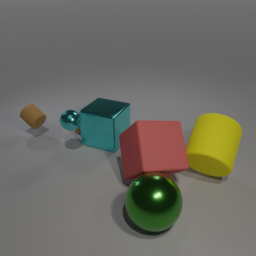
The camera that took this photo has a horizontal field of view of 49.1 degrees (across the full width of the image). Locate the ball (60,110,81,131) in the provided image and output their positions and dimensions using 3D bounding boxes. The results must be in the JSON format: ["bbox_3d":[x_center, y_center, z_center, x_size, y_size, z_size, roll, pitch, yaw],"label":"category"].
[{"bbox_3d":[-1.901,-0.257,9.268,0.700,0.700,0.700,0,28,0],"label":"ball"}]

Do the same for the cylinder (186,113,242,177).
[{"bbox_3d":[2.524,0.511,8.343,1.400,1.400,1.400,14,63,24],"label":"cylinder"}]

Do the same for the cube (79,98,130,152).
[{"bbox_3d":[-0.819,-0.156,10.415,1.400,1.400,1.400,12,31,21],"label":"cube"}]

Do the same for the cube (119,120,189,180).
[{"bbox_3d":[0.687,0.659,8.060,1.400,1.400,1.400,0,-18,-24],"label":"cube"}]

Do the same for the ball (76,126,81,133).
[{"bbox_3d":[-1.785,-0.127,11.096,0.700,0.700,0.700,0,28,0],"label":"ball"}]

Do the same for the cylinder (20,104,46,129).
[{"bbox_3d":[-3.598,-0.439,10.641,0.700,0.700,0.700,40,40,10],"label":"cylinder"}]

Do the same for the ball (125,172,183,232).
[{"bbox_3d":[0.624,1.786,6.823,1.400,1.400,1.400,0,28,0],"label":"ball"}]
